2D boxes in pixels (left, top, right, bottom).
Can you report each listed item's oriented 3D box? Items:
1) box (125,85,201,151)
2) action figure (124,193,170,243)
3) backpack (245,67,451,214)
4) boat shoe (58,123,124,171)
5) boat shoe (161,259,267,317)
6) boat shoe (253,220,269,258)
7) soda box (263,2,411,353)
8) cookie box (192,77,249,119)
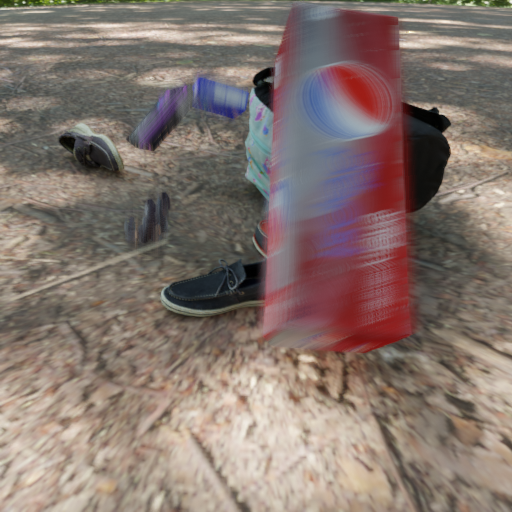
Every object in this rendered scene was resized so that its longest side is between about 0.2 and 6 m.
[{"bbox_3d":[-1.571,-2.255,9.220,1.153,0.291,1.613,-51,26,-4],"label":"box"},{"bbox_3d":[-1.651,-0.519,8.714,0.696,1.070,0.371,-15,69,-36],"label":"action figure"},{"bbox_3d":[1.291,-2.237,11.326,3.513,2.664,4.209,-1,28,-27],"label":"backpack"},{"bbox_3d":[-4.060,-2.558,13.696,0.809,0.898,2.496,-32,45,-24],"label":"boat shoe"},{"bbox_3d":[-0.348,0.420,8.757,2.289,0.712,0.854,-6,33,-7],"label":"boat shoe"},{"bbox_3d":[0.900,-0.173,9.656,0.924,0.812,2.595,-23,36,-31],"label":"boat shoe"},{"bbox_3d":[1.032,-1.049,7.585,1.582,1.433,4.520,6,73,-8],"label":"soda box"},{"bbox_3d":[-0.833,-3.398,12.138,1.114,0.419,0.953,12,-3,-19],"label":"cookie box"}]
